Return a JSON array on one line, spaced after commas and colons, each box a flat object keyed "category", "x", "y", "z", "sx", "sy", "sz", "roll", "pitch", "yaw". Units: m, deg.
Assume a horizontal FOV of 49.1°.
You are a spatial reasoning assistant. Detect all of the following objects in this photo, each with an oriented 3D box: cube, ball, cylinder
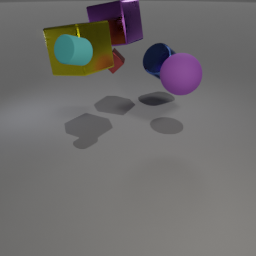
[{"category": "cube", "x": -1.451, "y": -2.412, "z": 8.487, "sx": 1.400, "sy": 1.400, "sz": 1.400, "roll": 8, "pitch": 26, "yaw": 34}, {"category": "ball", "x": 1.775, "y": -1.797, "z": 9.402, "sx": 1.400, "sy": 1.400, "sz": 1.400, "roll": 0, "pitch": 28, "yaw": 0}, {"category": "cube", "x": -0.624, "y": -2.930, "z": 12.205, "sx": 0.700, "sy": 0.700, "sz": 0.700, "roll": -38, "pitch": 20, "yaw": 23}, {"category": "cylinder", "x": 1.595, "y": -2.885, "z": 12.548, "sx": 1.400, "sy": 1.400, "sz": 1.400, "roll": 22, "pitch": 5, "yaw": 36}, {"category": "cube", "x": -0.426, "y": -3.743, "z": 10.040, "sx": 1.400, "sy": 1.400, "sz": 1.400, "roll": 3, "pitch": 25, "yaw": 28}, {"category": "cylinder", "x": -1.376, "y": -1.958, "z": 7.091, "sx": 0.700, "sy": 0.700, "sz": 0.700, "roll": 16, "pitch": 15, "yaw": 28}]
